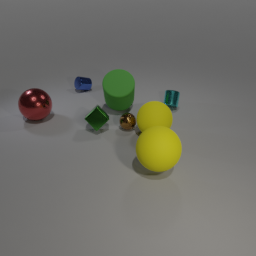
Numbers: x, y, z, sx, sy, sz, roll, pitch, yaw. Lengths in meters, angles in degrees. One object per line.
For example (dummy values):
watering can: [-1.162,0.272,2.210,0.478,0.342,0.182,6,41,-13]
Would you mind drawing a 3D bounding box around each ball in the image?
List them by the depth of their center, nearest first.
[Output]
ball: [0.934,0.632,8.569,1.400,1.400,1.400,0,29,0]
ball: [1.030,-0.346,10.893,1.400,1.400,1.400,0,29,0]
ball: [-0.003,-0.272,11.436,0.700,0.700,0.700,0,29,0]
ball: [-3.978,-1.011,12.040,1.400,1.400,1.400,0,29,0]

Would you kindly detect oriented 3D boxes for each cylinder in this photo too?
cylinder: [-0.403,-1.685,12.591,1.400,1.400,1.400,0,69,0]
cylinder: [2.050,-1.371,13.195,0.700,0.700,0.700,9,-3,1]
cylinder: [-2.418,-2.389,15.082,0.700,0.700,0.700,-1,23,-43]

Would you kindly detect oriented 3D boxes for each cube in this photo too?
cube: [-1.235,-0.417,11.218,0.700,0.700,0.700,-43,13,6]
